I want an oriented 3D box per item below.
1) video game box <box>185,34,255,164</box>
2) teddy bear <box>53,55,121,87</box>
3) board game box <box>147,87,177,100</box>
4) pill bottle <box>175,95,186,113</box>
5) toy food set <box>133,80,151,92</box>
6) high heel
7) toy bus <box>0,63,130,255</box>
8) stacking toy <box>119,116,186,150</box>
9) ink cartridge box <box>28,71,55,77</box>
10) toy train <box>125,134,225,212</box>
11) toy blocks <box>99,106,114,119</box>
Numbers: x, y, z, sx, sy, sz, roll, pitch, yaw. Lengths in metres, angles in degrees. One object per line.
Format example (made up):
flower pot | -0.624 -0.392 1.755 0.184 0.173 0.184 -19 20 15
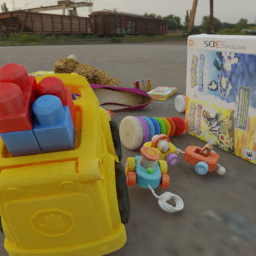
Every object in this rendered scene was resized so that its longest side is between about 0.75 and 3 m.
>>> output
video game box | 2.083 -0.714 5.844 0.551 2.352 2.143 -13 22 -25
teddy bear | -1.591 -2.278 11.582 2.847 0.951 2.064 24 18 14
board game box | 1.300 -1.351 10.864 0.783 0.246 1.639 8 24 24
pill bottle | 1.998 -0.795 8.777 0.955 0.539 0.539 -8 21 -20
toy food set | 0.538 -1.856 11.859 0.505 0.476 1.058 -9 22 -24
high heel | -0.542 -0.929 8.520 2.628 0.886 1.263 -9 11 -34
toy bus | -0.850 0.098 3.299 1.488 2.105 2.193 -8 41 0
stacking toy | 0.668 0.043 6.422 1.695 0.724 0.724 -6 19 -36
ink cartridge box | -3.229 -2.138 12.301 2.448 0.575 2.419 0 16 8
toy train | 0.802 0.533 4.642 1.401 0.519 1.865 24 30 27
toy blocks | -0.794 -0.402 7.930 0.850 0.370 1.020 8 21 24
